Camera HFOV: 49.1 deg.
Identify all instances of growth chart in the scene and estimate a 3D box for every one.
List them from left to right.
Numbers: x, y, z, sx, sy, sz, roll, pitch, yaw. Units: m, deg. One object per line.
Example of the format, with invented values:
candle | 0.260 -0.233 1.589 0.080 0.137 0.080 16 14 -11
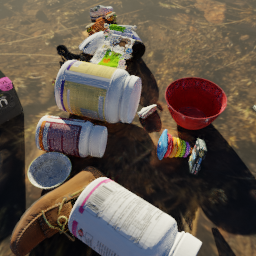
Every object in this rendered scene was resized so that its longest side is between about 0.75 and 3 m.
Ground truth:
growth chart | -0.634 -3.324 11.827 1.997 0.245 2.760 10 69 29

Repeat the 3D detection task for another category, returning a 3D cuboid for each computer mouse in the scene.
computer mouse | -1.667 -3.777 12.651 2.845 0.624 1.560 -36 57 -27

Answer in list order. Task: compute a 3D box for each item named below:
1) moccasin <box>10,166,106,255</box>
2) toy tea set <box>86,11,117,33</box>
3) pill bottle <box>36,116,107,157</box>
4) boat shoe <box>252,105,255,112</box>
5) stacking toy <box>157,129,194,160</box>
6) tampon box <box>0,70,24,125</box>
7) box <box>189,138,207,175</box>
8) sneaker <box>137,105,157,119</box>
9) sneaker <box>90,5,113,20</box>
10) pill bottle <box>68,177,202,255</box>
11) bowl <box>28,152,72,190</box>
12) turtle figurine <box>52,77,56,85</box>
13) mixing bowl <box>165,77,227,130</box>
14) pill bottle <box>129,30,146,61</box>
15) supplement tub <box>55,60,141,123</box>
moccasin | -1.633 2.209 7.281 1.133 1.074 2.936 30 46 34
toy tea set | -1.113 -5.164 13.985 1.171 0.729 1.969 10 46 48
pill bottle | -1.726 0.294 8.780 2.006 1.145 1.145 8 50 8
boat shoe | 4.859 0.116 9.296 0.847 0.900 2.506 -21 51 23
stacking toy | 1.676 0.640 8.861 1.412 0.775 0.820 10 52 -6
tampon box | -5.222 -1.270 9.907 1.775 1.495 2.368 -35 58 -26
box | 1.889 0.769 7.635 0.214 0.740 0.932 19 17 5
sneaker | 0.704 -0.654 10.188 0.800 0.306 0.322 -32 47 -26
sneaker | -1.370 -6.203 14.796 1.417 0.571 0.541 -30 54 -26
pill bottle | 0.145 2.496 6.570 2.812 1.594 1.594 27 55 22
bowl | -2.246 1.367 8.229 1.237 0.581 1.237 0 48 0
turtle figurine | -2.601 -1.805 11.151 0.783 0.313 0.971 7 50 6
mixing bowl | 2.239 -0.700 9.672 2.039 1.104 2.039 0 50 0
pill bottle | 0.062 -3.831 12.492 0.934 0.934 1.669 -17 51 -14
supplement tub | -0.978 -1.211 9.612 2.559 1.860 1.860 14 51 12
